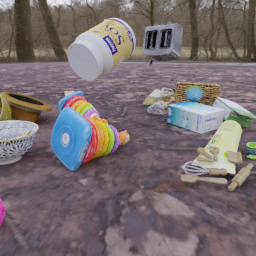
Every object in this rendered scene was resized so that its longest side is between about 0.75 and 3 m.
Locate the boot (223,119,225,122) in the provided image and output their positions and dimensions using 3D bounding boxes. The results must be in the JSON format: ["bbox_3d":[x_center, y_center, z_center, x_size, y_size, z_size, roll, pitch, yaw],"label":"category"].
[{"bbox_3d":[3.984,-0.415,12.319,0.874,0.316,0.727,12,19,24],"label":"boot"}]

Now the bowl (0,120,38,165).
[{"bbox_3d":[-3.690,0.490,8.388,2.018,0.947,2.018,0,18,0],"label":"bowl"}]

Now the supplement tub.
[{"bbox_3d":[-0.838,-2.569,9.144,1.470,1.470,2.022,12,42,33],"label":"supplement tub"}]

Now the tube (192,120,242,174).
[{"bbox_3d":[2.938,0.572,8.617,0.858,0.767,2.956,-36,0,36],"label":"tube"}]

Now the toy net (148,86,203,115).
[{"bbox_3d":[2.261,-1.103,13.236,2.689,1.411,0.519,-12,51,23],"label":"toy net"}]

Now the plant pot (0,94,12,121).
[{"bbox_3d":[-5.332,-0.576,11.021,1.739,1.739,1.234,4,-12,11],"label":"plant pot"}]

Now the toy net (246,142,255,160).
[{"bbox_3d":[4.451,0.780,8.550,1.561,0.301,0.819,6,18,16],"label":"toy net"}]

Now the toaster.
[{"bbox_3d":[1.662,-4.061,13.504,1.656,1.831,1.087,7,0,33],"label":"toaster"}]

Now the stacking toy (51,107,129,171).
[{"bbox_3d":[-0.863,0.352,8.670,2.649,1.537,1.454,3,27,-49],"label":"stacking toy"}]

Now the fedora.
[{"bbox_3d":[-4.537,-0.841,12.224,2.330,0.950,2.330,18,9,-3],"label":"fedora"}]

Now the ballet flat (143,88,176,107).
[{"bbox_3d":[1.860,-1.821,15.898,2.624,0.928,0.928,-14,22,-37],"label":"ballet flat"}]

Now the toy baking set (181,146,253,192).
[{"bbox_3d":[2.290,1.085,7.306,1.513,0.229,1.971,21,38,33],"label":"toy baking set"}]

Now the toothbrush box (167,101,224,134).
[{"bbox_3d":[2.793,-0.498,11.740,1.400,0.816,1.913,-13,22,-36],"label":"toothbrush box"}]

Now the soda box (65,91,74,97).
[{"bbox_3d":[-3.310,-1.716,16.082,0.581,0.549,1.716,-4,17,-13],"label":"soda box"}]

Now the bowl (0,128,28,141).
[{"bbox_3d":[-3.586,0.478,8.381,1.284,0.603,1.284,-5,17,2],"label":"bowl"}]

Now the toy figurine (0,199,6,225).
[{"bbox_3d":[-3.013,1.658,5.245,1.277,1.041,1.387,2,-13,-42],"label":"toy figurine"}]

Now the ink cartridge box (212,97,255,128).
[{"bbox_3d":[4.473,-0.581,11.723,1.080,0.617,2.080,16,20,-15],"label":"ink cartridge box"}]

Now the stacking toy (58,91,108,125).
[{"bbox_3d":[-1.661,-0.501,11.509,2.312,1.269,1.342,26,45,34],"label":"stacking toy"}]

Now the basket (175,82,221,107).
[{"bbox_3d":[3.491,-1.583,13.955,2.118,1.577,1.511,5,18,19],"label":"basket"}]
